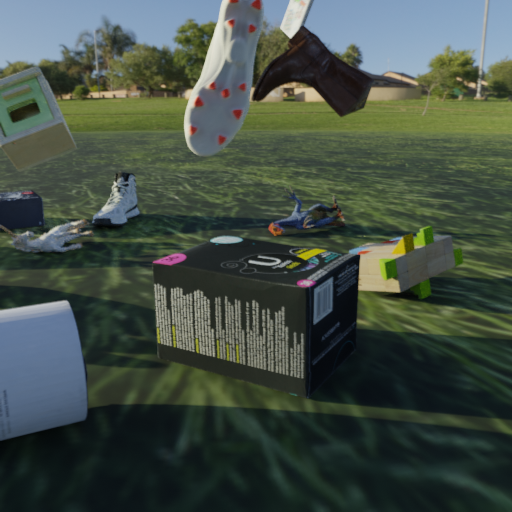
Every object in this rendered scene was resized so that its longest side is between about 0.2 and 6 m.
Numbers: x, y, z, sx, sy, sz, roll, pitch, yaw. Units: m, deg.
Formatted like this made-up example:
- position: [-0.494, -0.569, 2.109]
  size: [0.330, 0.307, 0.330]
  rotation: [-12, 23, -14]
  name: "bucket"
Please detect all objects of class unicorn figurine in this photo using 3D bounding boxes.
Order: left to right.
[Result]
- position: [-3.535, -0.317, 9.809]
  size: [1.064, 0.572, 1.549]
  rotation: [-9, 1, 4]
  name: "unicorn figurine"

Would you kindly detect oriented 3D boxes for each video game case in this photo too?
- position: [0.842, -4.998, 11.510]
  size: [0.124, 0.953, 1.047]
  rotation: [10, 32, -23]
  name: "video game case"

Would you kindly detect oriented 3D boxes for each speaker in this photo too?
- position: [-2.553, 1.006, 4.064]
  size: [2.508, 1.019, 1.019]
  rotation: [-8, 18, -25]
  name: "speaker"

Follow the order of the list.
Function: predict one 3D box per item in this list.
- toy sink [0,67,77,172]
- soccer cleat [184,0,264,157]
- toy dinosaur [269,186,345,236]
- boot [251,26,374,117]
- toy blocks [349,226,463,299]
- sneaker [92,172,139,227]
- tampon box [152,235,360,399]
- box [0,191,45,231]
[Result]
- position: [-3.682, -2.323, 8.911]
  size: [1.006, 1.543, 0.865]
  rotation: [-24, -20, -10]
  name: "toy sink"
- position: [-0.325, -2.003, 6.220]
  size: [0.645, 1.861, 0.722]
  rotation: [16, 8, -9]
  name: "soccer cleat"
- position: [1.017, -0.631, 11.153]
  size: [1.444, 1.592, 0.836]
  rotation: [-23, 49, 7]
  name: "toy dinosaur"
- position: [1.067, -3.092, 10.548]
  size: [1.856, 1.730, 0.596]
  rotation: [41, 15, 0]
  name: "boot"
- position: [1.888, 0.085, 7.937]
  size: [1.800, 0.899, 1.230]
  rotation: [-17, 11, -39]
  name: "toy blocks"
- position: [-3.039, -1.246, 11.986]
  size: [0.690, 1.052, 1.829]
  rotation: [2, 16, 6]
  name: "sneaker"
- position: [0.024, 0.508, 5.693]
  size: [1.713, 1.081, 1.284]
  rotation: [9, 18, 28]
  name: "tampon box"
- position: [-5.177, -0.963, 11.784]
  size: [1.187, 0.618, 1.081]
  rotation: [-10, 20, -30]
  name: "box"
